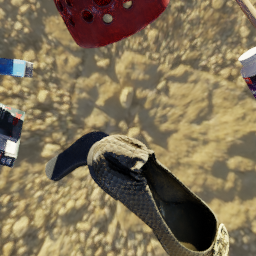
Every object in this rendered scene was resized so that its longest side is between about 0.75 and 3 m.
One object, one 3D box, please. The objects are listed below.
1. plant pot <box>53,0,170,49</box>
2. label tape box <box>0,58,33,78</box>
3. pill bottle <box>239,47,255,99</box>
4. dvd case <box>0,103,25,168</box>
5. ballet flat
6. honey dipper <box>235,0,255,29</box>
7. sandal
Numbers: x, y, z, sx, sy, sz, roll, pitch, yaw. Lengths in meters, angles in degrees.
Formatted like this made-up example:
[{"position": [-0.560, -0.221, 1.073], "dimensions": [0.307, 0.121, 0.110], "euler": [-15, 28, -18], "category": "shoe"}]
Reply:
[{"position": [-0.439, -2.538, 4.616], "dimensions": [1.894, 1.894, 1.725], "euler": [-31, 130, -2], "category": "plant pot"}, {"position": [-2.299, -1.172, 5.375], "dimensions": [0.736, 1.028, 0.340], "euler": [6, 96, -8], "category": "label tape box"}, {"position": [2.700, -0.975, 5.525], "dimensions": [0.679, 0.679, 1.207], "euler": [-38, 102, -3], "category": "pill bottle"}, {"position": [-3.353, -0.287, 5.025], "dimensions": [2.811, 2.052, 0.309], "euler": [19, 109, -24], "category": "dvd case"}, {"position": [0.623, 1.025, 3.583], "dimensions": [2.744, 0.636, 0.924], "euler": [46, 46, -24], "category": "ballet flat"}, {"position": [1.973, -2.130, 4.737], "dimensions": [0.512, 0.512, 2.694], "euler": [-28, 74, -2], "category": "honey dipper"}, {"position": [-0.930, 0.539, 5.492], "dimensions": [1.553, 0.333, 0.591], "euler": [-27, 62, 16], "category": "sandal"}]
